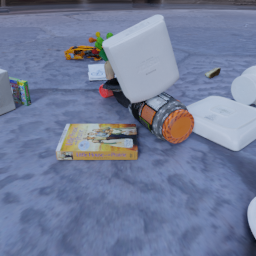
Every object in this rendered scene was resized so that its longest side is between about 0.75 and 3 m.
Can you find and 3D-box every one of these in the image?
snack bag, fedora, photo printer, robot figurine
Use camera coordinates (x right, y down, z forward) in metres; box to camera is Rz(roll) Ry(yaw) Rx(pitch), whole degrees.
[{"bbox_3d":[-0.975,-2.729,13.526,1.967,0.223,2.086,-5,30,-10],"label":"snack bag"},{"bbox_3d":[0.151,-1.297,10.061,2.145,0.979,2.145,-9,21,4],"label":"fedora"},{"bbox_3d":[0.444,-1.695,7.464,1.674,2.013,0.699,-27,39,-3],"label":"photo printer"},{"bbox_3d":[-2.322,-4.231,15.763,2.266,0.660,1.643,3,29,8],"label":"robot figurine"}]

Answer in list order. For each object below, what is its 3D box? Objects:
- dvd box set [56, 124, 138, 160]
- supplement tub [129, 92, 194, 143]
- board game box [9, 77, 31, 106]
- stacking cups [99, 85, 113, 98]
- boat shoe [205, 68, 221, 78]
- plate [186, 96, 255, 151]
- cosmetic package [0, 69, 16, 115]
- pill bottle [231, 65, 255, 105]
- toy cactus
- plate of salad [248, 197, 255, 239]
[{"bbox_3d":[-0.805,0.347,7.911,2.142,0.315,1.567,0,28,0],"label":"dvd box set"},{"bbox_3d":[0.972,-0.431,8.386,1.232,1.232,2.010,-14,33,-24],"label":"supplement tub"},{"bbox_3d":[-4.226,-1.401,10.429,1.369,0.921,0.199,15,33,25],"label":"board game box"},{"bbox_3d":[-0.064,-1.924,11.499,2.568,0.777,0.777,-24,37,-36],"label":"stacking cups"},{"bbox_3d":[4.022,-2.637,13.198,1.024,0.375,0.321,-26,41,-37],"label":"boat shoe"},{"bbox_3d":[3.075,-0.396,9.140,2.677,0.433,2.671,-23,37,-35],"label":"plate"},{"bbox_3d":[-5.119,-0.913,9.007,1.071,1.490,2.640,17,32,27],"label":"cosmetic package"},{"bbox_3d":[5.086,-1.699,10.388,2.565,1.440,1.440,-21,35,-28],"label":"pill bottle"},{"bbox_3d":[-0.729,-2.699,10.639,2.105,1.737,1.076,24,34,39],"label":"toy cactus"},{"bbox_3d":[3.099,1.956,4.871,2.086,0.501,2.086,8,33,-5],"label":"plate of salad"}]
